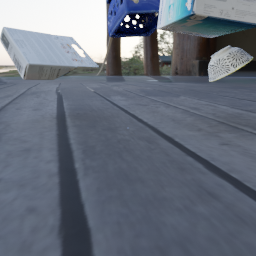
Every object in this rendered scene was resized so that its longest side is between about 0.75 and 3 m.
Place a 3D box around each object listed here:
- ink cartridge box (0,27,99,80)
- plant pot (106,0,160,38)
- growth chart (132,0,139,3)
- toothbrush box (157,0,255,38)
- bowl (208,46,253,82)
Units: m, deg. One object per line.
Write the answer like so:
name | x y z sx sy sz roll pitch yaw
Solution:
ink cartridge box | -2.429 -2.283 8.779 2.438 0.696 1.982 -4 46 -46
plant pot | 0.244 -4.366 9.941 1.791 1.610 1.791 -10 -6 -24
growth chart | -0.499 -3.513 6.927 1.545 0.189 2.135 20 21 -2
toothbrush box | 2.043 -3.139 7.349 1.845 1.075 2.520 4 9 -12
bowl | 2.984 -2.066 8.576 1.423 0.668 1.423 -32 9 5
